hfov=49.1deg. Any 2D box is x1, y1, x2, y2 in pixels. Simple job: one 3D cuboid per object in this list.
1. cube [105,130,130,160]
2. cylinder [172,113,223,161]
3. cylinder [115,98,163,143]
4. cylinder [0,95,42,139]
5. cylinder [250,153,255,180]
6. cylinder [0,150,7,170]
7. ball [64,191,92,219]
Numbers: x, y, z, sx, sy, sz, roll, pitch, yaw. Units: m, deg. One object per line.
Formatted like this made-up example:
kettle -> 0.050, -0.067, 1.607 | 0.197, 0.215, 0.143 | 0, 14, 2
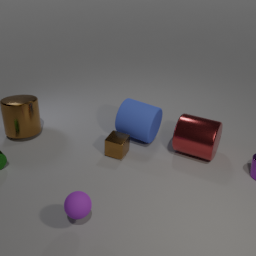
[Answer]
cube -> -0.385, 0.614, 10.095 | 0.700, 0.700, 0.700 | 15, 35, 18
cylinder -> 2.474, 0.306, 9.967 | 1.400, 1.400, 1.400 | 16, 34, 25
cylinder -> 0.428, -0.291, 10.767 | 1.400, 1.400, 1.400 | 20, 35, 19
cylinder -> -4.243, -0.483, 11.150 | 1.400, 1.400, 1.400 | 0, 22, 0
cylinder -> 4.338, 1.257, 9.006 | 0.700, 0.700, 0.700 | -3, 28, 2
cylinder -> -4.573, 1.017, 9.452 | 0.700, 0.700, 0.700 | -25, 39, -36
ball -> -1.278, 1.966, 7.149 | 0.700, 0.700, 0.700 | 0, 30, 0
